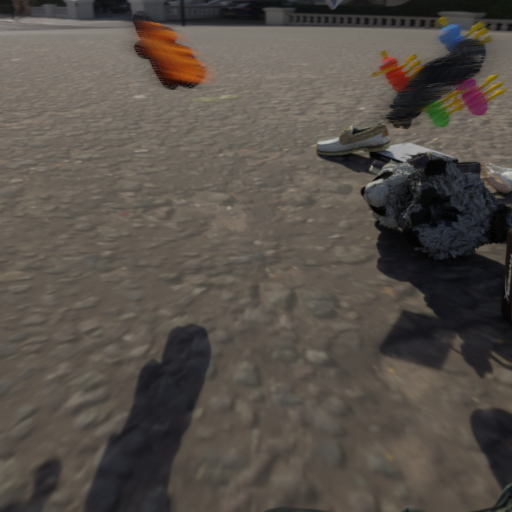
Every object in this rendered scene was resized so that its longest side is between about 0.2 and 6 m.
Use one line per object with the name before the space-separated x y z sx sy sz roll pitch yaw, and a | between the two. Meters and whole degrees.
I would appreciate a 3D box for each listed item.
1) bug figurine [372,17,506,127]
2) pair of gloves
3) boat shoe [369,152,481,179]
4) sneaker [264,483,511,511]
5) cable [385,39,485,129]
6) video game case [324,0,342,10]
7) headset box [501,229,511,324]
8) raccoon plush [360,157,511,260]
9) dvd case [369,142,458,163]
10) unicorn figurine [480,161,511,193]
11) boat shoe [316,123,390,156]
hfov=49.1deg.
bug figurine | 2.818 -2.739 8.693 0.538 1.620 2.089 -49 17 -15
pair of gloves | -1.863 -3.785 8.274 0.381 3.084 2.748 -37 16 16
boat shoe | 3.352 -1.723 11.112 2.136 0.692 0.768 14 16 22
sneaker | 1.427 1.971 3.548 3.049 1.166 1.747 9 27 11
cable | 2.305 -2.208 7.411 0.426 1.367 1.676 41 10 -10
video game case | 1.483 -5.357 10.892 0.876 0.798 0.096 -50 12 -18
headset box | 4.181 0.615 5.423 2.368 1.195 3.186 -2 16 2
raccoon plush | 3.086 -0.583 9.082 2.880 1.394 1.930 28 7 -12
dvd case | 3.577 -2.256 12.820 1.220 0.201 1.623 -15 29 -26
unicorn figurine | 5.069 -1.608 11.297 1.044 0.561 1.519 27 51 26
boat shoe | 2.240 -2.759 13.160 1.756 0.601 0.656 -3 28 20
